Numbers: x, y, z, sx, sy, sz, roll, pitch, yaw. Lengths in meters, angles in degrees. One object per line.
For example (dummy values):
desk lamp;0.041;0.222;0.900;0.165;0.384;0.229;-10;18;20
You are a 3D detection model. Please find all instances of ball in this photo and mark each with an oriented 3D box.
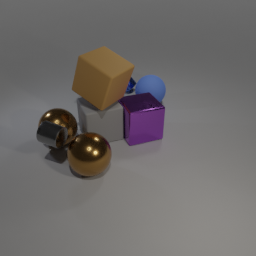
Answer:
ball;-1.212;0.821;8.830;1.400;1.400;1.400;0;32;0
ball;-2.540;-0.024;10.180;1.400;1.400;1.400;0;32;0
ball;1.027;-1.727;12.834;1.400;1.400;1.400;0;32;0

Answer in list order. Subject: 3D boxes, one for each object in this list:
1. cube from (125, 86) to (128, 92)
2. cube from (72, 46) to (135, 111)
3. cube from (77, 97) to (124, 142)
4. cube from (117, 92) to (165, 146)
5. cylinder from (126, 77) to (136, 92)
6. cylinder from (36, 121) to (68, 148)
cube;-0.557;-1.815;13.129;0.700;0.700;0.700;40;40;17
cube;-0.867;-1.729;9.630;1.400;1.400;1.400;35;42;14
cube;-1.063;-0.356;10.673;1.400;1.400;1.400;-12;34;-19
cube;0.458;-0.377;10.707;1.400;1.400;1.400;-11;34;-17
cylinder;-0.051;-2.303;14.124;0.700;0.700;0.700;-38;17;14
cylinder;-2.341;0.202;8.678;0.700;0.700;0.700;18;36;15
